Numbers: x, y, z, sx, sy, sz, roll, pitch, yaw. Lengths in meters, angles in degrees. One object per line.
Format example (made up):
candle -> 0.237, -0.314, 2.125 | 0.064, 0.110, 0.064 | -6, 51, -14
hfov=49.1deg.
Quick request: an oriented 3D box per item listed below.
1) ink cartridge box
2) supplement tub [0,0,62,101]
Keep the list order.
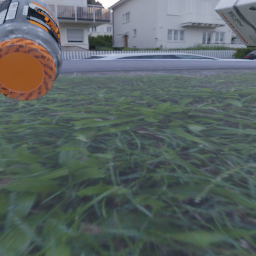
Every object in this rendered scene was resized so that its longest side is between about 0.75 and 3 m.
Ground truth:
ink cartridge box -> 2.764, -2.268, 5.547 | 1.277, 0.721, 1.742 | 36, 3, -23
supplement tub -> -1.589, -1.268, 4.336 | 1.095, 1.095, 1.788 | -4, 41, -13
